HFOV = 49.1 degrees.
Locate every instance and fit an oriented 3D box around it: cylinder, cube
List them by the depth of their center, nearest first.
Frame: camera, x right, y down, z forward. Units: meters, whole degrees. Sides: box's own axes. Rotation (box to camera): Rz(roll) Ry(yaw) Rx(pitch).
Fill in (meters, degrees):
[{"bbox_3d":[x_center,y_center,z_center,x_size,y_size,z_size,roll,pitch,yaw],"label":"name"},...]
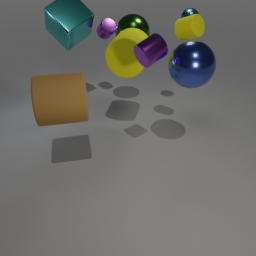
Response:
[{"bbox_3d":[0.628,-2.143,7.753,0.700,0.700,0.700,-36,42,-14],"label":"cylinder"},{"bbox_3d":[-1.873,-0.810,7.856,1.400,1.400,1.400,-7,32,-10],"label":"cylinder"},{"bbox_3d":[1.983,-3.236,9.041,0.700,0.700,0.700,-27,21,-37],"label":"cylinder"},{"bbox_3d":[0.042,-2.680,9.953,1.400,1.400,1.400,7,34,11],"label":"cylinder"},{"bbox_3d":[-2.422,-4.371,11.530,1.400,1.400,1.400,45,70,1],"label":"cube"},{"bbox_3d":[-0.941,-4.310,12.181,0.700,0.700,0.700,-15,3,-23],"label":"cylinder"}]

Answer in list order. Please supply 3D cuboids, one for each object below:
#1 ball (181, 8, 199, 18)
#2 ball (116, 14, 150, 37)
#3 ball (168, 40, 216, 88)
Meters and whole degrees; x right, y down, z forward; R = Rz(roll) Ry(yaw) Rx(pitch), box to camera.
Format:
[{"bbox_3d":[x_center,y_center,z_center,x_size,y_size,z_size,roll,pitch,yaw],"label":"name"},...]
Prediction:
[{"bbox_3d":[2.353,-4.175,10.621,0.700,0.700,0.700,0,32,0],"label":"ball"},{"bbox_3d":[0.192,-3.889,11.378,1.400,1.400,1.400,0,32,0],"label":"ball"},{"bbox_3d":[1.917,-1.897,8.414,1.400,1.400,1.400,0,32,0],"label":"ball"}]
